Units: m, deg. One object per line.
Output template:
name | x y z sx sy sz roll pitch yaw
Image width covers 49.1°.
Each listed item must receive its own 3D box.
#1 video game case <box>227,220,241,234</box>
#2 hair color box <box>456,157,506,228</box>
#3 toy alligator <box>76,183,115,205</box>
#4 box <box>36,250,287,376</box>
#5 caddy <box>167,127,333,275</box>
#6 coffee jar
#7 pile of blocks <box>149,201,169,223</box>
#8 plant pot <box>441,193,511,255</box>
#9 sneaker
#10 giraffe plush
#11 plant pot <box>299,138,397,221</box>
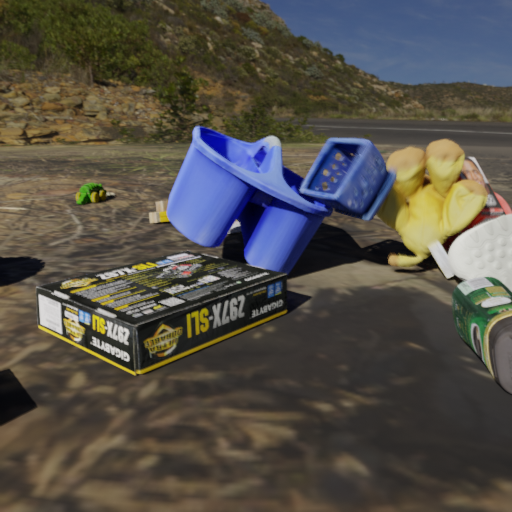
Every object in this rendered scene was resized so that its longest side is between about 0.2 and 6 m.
video game case | -0.916 -0.708 13.281 1.494 0.171 1.360 -11 18 -34
hair color box | 3.730 -1.116 9.745 0.655 1.291 0.395 -2 -31 -28
toy alligator | -5.025 -2.023 17.542 0.632 0.578 2.131 3 15 13
box | -1.163 0.583 7.375 2.078 0.642 2.602 10 17 40
caddy | -0.099 -1.220 9.877 2.585 1.919 3.656 26 15 -15
coffee jar | 2.657 0.822 6.008 0.674 0.824 1.580 -12 14 6
pile of blocks | -1.544 -1.276 13.983 2.260 0.702 0.928 -8 7 -13
plant pot | 4.150 -0.544 10.845 1.082 1.223 1.223 -16 18 -14
sneaker | 4.486 -0.171 9.341 3.366 1.286 1.355 -12 3 -19
giraffe plush | 3.004 -0.872 9.809 1.903 2.206 1.789 -13 10 20
plant pot | 1.467 -1.140 8.643 0.925 1.029 1.029 31 -3 -31
